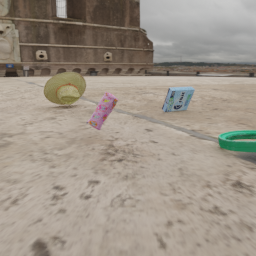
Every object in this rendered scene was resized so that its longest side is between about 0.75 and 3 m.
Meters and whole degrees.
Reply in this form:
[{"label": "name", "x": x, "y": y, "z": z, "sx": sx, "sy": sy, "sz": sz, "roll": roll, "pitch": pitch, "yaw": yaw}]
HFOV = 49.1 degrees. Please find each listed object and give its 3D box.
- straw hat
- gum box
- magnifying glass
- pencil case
[{"label": "straw hat", "x": -2.717, "y": -1.519, "z": 12.725, "sx": 2.031, "sy": 2.031, "sz": 0.859, "roll": -8, "pitch": 47, "yaw": -30}, {"label": "gum box", "x": 2.106, "y": -1.203, "z": 11.717, "sx": 1.218, "sy": 1.035, "sz": 0.271, "roll": -6, "pitch": 40, "yaw": -30}, {"label": "magnifying glass", "x": 3.099, "y": 0.330, "z": 5.700, "sx": 1.161, "sy": 0.327, "sz": 2.918, "roll": -12, "pitch": 11, "yaw": -27}, {"label": "pencil case", "x": -0.662, "y": -0.438, "z": 7.274, "sx": 0.438, "sy": 1.001, "sz": 0.438, "roll": 32, "pitch": 7, "yaw": -5}]
